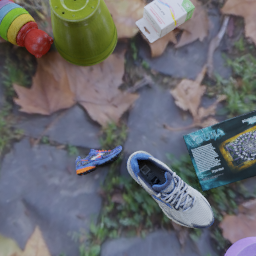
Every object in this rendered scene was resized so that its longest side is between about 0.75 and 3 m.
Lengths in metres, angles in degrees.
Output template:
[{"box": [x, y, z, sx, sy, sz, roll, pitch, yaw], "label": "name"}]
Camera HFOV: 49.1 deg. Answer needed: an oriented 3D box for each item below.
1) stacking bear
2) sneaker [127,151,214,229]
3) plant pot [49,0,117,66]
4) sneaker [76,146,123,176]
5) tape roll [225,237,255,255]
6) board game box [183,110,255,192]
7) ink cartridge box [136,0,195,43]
[{"box": [-3.351, -3.080, 8.775, 2.130, 1.212, 1.294, 38, 82, 2], "label": "stacking bear"}, {"box": [1.101, 1.726, 7.673, 2.924, 1.245, 1.127, 37, 82, 11], "label": "sneaker"}, {"box": [-1.396, -3.211, 8.303, 2.104, 2.025, 2.104, 0, 80, 0], "label": "plant pot"}, {"box": [-0.875, 0.850, 8.288, 1.540, 0.580, 0.604, -23, 75, -6], "label": "sneaker"}, {"box": [3.629, 4.076, 7.605, 2.019, 0.662, 2.019, 0, 80, -1], "label": "tape roll"}, {"box": [3.102, 0.594, 8.042, 2.614, 0.368, 1.768, -20, 79, 14], "label": "board game box"}, {"box": [1.177, -3.677, 9.126, 1.697, 0.571, 0.994, -35, 81, -6], "label": "ink cartridge box"}]
